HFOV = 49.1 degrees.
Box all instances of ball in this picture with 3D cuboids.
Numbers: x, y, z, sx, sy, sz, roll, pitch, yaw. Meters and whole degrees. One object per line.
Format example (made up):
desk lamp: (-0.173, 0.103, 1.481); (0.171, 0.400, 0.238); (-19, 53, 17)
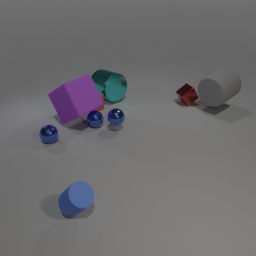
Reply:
ball: (-1.365, -0.377, 11.687); (0.700, 0.700, 0.700); (0, 29, 0)
ball: (-0.477, -0.440, 11.248); (0.700, 0.700, 0.700); (0, 29, 0)
ball: (-3.006, 0.221, 10.628); (0.700, 0.700, 0.700); (0, 29, 0)

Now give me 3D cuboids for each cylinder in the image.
cylinder: (4.135, -1.849, 12.665); (1.400, 1.400, 1.400); (-30, 40, -31)
cylinder: (-0.986, -2.155, 14.090); (1.400, 1.400, 1.400); (-22, 32, -34)
cylinder: (-1.323, 1.800, 7.136); (0.700, 0.700, 0.700); (20, 50, -26)

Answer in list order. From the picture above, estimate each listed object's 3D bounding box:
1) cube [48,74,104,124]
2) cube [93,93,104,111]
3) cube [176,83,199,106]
cube: (-2.136, -1.183, 11.516); (1.400, 1.400, 1.400); (-17, 11, 47)
cube: (-1.605, -1.250, 13.253); (0.700, 0.700, 0.700); (-17, 32, -25)
cube: (2.901, -1.625, 13.689); (0.700, 0.700, 0.700); (-39, 34, 2)
